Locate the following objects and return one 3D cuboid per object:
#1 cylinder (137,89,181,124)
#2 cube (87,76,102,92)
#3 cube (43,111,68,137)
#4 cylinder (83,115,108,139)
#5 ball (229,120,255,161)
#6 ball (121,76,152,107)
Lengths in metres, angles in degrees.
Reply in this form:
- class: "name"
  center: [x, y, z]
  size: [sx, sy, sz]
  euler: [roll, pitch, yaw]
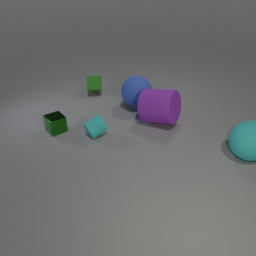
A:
- class: "cylinder"
  center: [1.314, -0.909, 11.640]
  size: [1.400, 1.400, 1.400]
  euler: [6, 31, 30]
- class: "cube"
  center: [-1.710, -2.244, 14.226]
  size: [0.700, 0.700, 0.700]
  euler: [-1, 1, -3]
- class: "cube"
  center: [-2.960, -0.189, 11.447]
  size: [0.700, 0.700, 0.700]
  euler: [-23, 39, -31]
- class: "cylinder"
  center: [-1.284, -0.053, 11.054]
  size: [0.700, 0.700, 0.700]
  euler: [-35, 43, -14]
- class: "ball"
  center: [4.252, 0.439, 9.728]
  size: [1.400, 1.400, 1.400]
  euler: [0, 32, 0]
- class: "ball"
  center: [0.392, -1.673, 12.730]
  size: [1.400, 1.400, 1.400]
  euler: [0, 32, 0]
